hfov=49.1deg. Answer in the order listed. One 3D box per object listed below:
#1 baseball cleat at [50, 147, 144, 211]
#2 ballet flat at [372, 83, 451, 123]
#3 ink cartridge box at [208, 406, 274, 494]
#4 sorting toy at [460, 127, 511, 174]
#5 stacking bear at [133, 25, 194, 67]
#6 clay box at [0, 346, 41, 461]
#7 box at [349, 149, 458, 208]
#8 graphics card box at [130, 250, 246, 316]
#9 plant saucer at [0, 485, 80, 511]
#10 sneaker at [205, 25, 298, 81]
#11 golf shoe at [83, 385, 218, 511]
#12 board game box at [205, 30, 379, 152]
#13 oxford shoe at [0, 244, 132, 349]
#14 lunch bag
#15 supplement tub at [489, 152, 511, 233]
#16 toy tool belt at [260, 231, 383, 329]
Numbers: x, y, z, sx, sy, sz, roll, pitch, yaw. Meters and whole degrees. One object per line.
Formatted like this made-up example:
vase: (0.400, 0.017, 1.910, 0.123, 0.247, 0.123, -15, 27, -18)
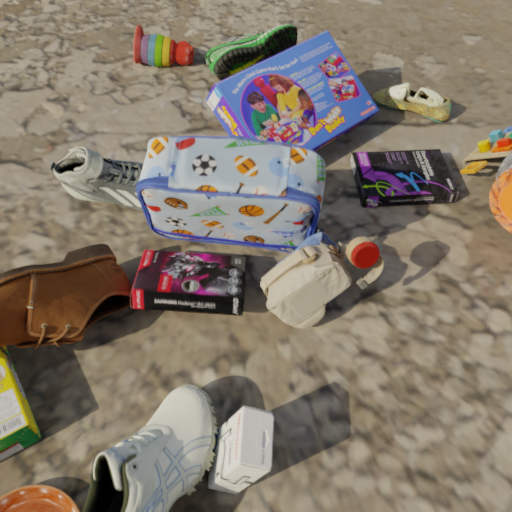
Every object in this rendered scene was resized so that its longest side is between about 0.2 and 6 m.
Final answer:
baseball cleat: (-2.546, -1.443, 10.641, 2.734, 1.455, 0.953, 0, 75, 8)
ballet flat: (3.658, -3.691, 13.090, 1.872, 0.662, 0.662, 24, 54, 19)
ink cartridge box: (-0.213, 2.584, 7.438, 0.457, 1.083, 0.791, 19, 47, -17)
sorting toy: (5.102, -2.389, 11.706, 2.257, 0.307, 1.271, -38, 18, -27)
stacking bear: (-2.332, -5.245, 14.326, 1.485, 0.902, 0.844, 5, 51, -4)
clay box: (-4.383, 1.934, 8.321, 1.494, 0.619, 2.600, -26, 54, -18)
box: (3.008, -1.628, 11.525, 1.931, 0.349, 1.381, -2, 50, -4)
graphics card box: (-1.094, 0.439, 9.436, 1.834, 0.467, 1.151, 5, 35, -2)
plant saucer: (-2.918, 3.693, 7.106, 1.476, 0.238, 1.476, 0, 51, 0)
sneaker: (-0.086, -5.324, 14.203, 2.634, 1.028, 1.122, -26, 54, -19)
golf shoe: (-1.375, 2.634, 7.099, 1.086, 1.348, 2.773, -9, 39, 27)
board game box: (0.826, -3.193, 11.875, 3.142, 0.703, 2.112, -33, 90, -24)
oxford shoe: (-3.281, 0.894, 8.370, 3.495, 1.246, 1.245, -27, 73, -44)
lunch bag: (-0.338, -0.911, 9.534, 3.143, 2.518, 1.187, 8, 68, 0)
supplement tub: (5.806, -1.630, 10.571, 2.945, 1.804, 1.804, -37, 59, -27)
toy tool belt: (0.981, 0.168, 9.272, 2.000, 1.249, 1.229, -38, 31, 11)
